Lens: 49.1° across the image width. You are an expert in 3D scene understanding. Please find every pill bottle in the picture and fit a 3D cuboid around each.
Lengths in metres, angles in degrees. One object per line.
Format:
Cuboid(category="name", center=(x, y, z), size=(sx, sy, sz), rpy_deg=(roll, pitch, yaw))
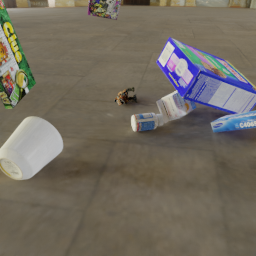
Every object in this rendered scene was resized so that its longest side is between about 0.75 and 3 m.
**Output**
Cuboid(category="pill bottle", center=(0.588, -0.192, 8.456), size=(0.906, 0.508, 0.508), rpy_deg=(-6, 29, -13))

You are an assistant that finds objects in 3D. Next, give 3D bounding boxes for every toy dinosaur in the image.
Cuboid(category="toy dinosaur", center=(-0.116, -1.212, 10.343), size=(0.795, 0.598, 1.171), rpy_deg=(-12, 49, 10))

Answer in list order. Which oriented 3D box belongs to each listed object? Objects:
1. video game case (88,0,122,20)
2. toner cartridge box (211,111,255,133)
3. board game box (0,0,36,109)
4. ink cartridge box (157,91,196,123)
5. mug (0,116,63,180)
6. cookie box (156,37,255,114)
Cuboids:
Cuboid(category="video game case", center=(-0.662, -3.589, 8.004), size=(0.902, 0.995, 0.178), rpy_deg=(6, 63, -12))
Cuboid(category="toner cartridge box", center=(3.193, -0.202, 7.896), size=(0.737, 0.335, 1.551), rpy_deg=(-20, 5, -32))
Cuboid(category="board game box", center=(-2.945, -1.809, 6.529), size=(0.286, 2.441, 1.279), rpy_deg=(-2, 38, 13))
Cuboid(category="ink cartridge box", center=(1.592, -0.757, 9.080), size=(0.464, 0.787, 1.366), rpy_deg=(-13, 12, 47))
Cuboid(category="mug", center=(-2.407, 0.636, 6.629), size=(1.190, 1.486, 1.220), rpy_deg=(35, 42, -3))
Cuboid(category="cookie box", center=(2.617, -1.659, 9.176), size=(2.730, 1.026, 2.336), rpy_deg=(12, 35, -28))
